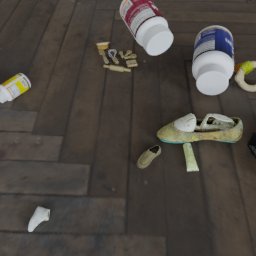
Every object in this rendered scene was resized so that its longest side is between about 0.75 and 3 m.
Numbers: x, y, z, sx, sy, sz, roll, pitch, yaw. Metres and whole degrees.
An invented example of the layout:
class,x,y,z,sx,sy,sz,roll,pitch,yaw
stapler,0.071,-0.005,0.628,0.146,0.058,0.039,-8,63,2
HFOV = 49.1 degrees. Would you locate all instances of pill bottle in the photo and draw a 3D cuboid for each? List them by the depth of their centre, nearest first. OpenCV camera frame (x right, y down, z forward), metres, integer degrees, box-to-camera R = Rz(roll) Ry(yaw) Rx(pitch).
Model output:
class,x,y,z,sx,sy,sz,roll,pitch,yaw
pill bottle,0.660,-3.715,9.993,1.230,1.230,2.154,-19,63,-15
pill bottle,-4.637,-1.583,11.234,0.725,0.725,1.327,32,57,23
pill bottle,3.530,-2.786,11.627,1.626,1.626,2.928,9,52,8

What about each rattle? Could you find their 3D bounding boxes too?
class,x,y,z,sx,sy,sz,roll,pitch,yaw
rattle,5.432,-1.966,11.831,1.960,1.400,1.276,26,86,1

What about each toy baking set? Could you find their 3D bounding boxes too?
class,x,y,z,sx,sy,sz,roll,pitch,yaw
toy baking set,-0.487,-3.112,12.830,1.953,0.227,1.499,8,49,6

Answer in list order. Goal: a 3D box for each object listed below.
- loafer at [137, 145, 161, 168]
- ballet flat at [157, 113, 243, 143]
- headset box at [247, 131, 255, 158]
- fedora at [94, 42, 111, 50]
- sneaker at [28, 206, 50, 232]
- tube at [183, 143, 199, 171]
class,x,y,z,sx,sy,sz,roll,pitch,yaw
loafer,0.699,0.917,9.433,0.414,0.368,1.090,35,59,25
ballet flat,2.520,-0.053,9.802,2.976,1.052,1.052,1,51,1
headset box,5.454,0.734,9.266,2.236,0.863,1.664,-12,52,-7
fedora,-1.196,-3.895,13.281,0.794,0.324,0.794,-6,13,1
sneaker,-2.540,2.651,8.089,0.435,0.277,0.753,9,50,11
tube,2.085,0.995,9.472,0.299,0.267,1.030,-29,48,28
